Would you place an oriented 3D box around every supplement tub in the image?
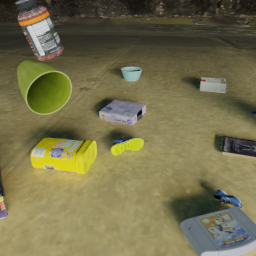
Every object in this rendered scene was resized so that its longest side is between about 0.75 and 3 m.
[{"bbox_3d":[-2.122,-2.365,6.677,0.733,1.370,0.733,-13,34,9],"label":"supplement tub"}]

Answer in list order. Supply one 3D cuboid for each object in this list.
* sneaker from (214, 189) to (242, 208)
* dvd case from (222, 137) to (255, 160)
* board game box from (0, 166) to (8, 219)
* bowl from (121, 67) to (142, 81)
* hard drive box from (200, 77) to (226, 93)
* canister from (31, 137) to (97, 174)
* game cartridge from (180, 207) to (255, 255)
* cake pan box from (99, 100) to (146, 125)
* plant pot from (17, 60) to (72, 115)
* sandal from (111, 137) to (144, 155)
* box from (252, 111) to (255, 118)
[{"bbox_3d":[2.543,1.872,7.177,0.341,0.300,0.765,-30,32,-29],"label":"sneaker"},{"bbox_3d":[4.087,0.713,9.655,1.570,0.125,1.168,8,27,17],"label":"dvd case"},{"bbox_3d":[-4.453,1.711,6.972,2.503,0.710,2.069,-12,30,-23],"label":"board game box"},{"bbox_3d":[0.224,-3.296,17.219,1.283,0.671,1.283,0,27,0],"label":"bowl"},{"bbox_3d":[4.716,-2.408,15.576,1.358,0.522,1.059,6,26,13],"label":"hard drive box"},{"bbox_3d":[-1.982,0.820,8.766,1.699,0.735,1.262,4,26,12],"label":"canister"},{"bbox_3d":[2.118,2.321,6.196,1.630,0.339,1.086,-8,23,-17],"label":"game cartridge"},{"bbox_3d":[-0.180,-0.714,12.237,1.670,0.437,1.538,10,30,20],"label":"cake pan box"},{"bbox_3d":[-2.563,-1.329,8.032,1.352,1.352,1.445,-20,47,-35],"label":"plant pot"},{"bbox_3d":[-0.059,0.543,9.640,1.240,0.493,0.540,-9,23,-20],"label":"sandal"},{"bbox_3d":[5.815,-0.493,12.030,0.621,0.201,0.787,-5,26,-7],"label":"box"}]
